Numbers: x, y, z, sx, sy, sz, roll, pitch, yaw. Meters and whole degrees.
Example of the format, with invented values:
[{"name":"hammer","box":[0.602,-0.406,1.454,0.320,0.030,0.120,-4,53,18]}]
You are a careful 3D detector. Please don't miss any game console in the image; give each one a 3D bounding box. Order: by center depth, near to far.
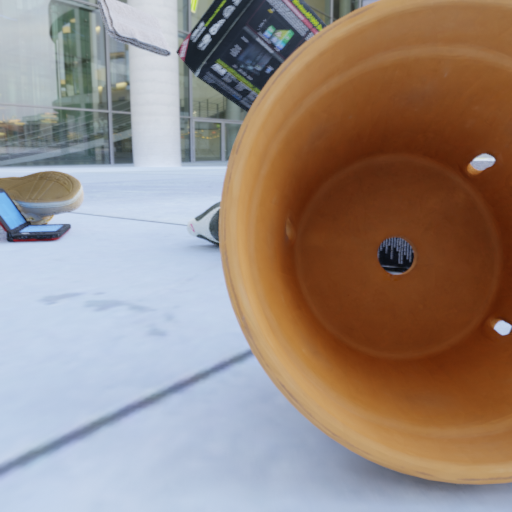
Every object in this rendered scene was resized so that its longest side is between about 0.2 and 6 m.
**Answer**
[{"name":"game console","box":[-4.153,-0.782,10.239,1.266,0.872,1.470,-2,11,-9]}]

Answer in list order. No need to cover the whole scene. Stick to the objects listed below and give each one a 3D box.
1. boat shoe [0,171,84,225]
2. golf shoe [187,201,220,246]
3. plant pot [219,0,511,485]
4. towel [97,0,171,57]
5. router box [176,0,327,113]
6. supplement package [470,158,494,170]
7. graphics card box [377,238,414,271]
[{"name":"boat shoe","box":[-4.535,-1.072,11.431,2.739,0.948,1.010,3,47,25]},{"name":"golf shoe","box":[-0.035,-0.764,9.919,1.181,1.035,2.682,-1,8,36]},{"name":"plant pot","box":[1.032,-0.062,3.482,2.414,2.414,1.689,0,-6,1]},{"name":"towel","box":[-2.016,-3.827,9.338,0.214,0.821,1.238,-34,-21,37]},{"name":"router box","box":[0.196,-3.121,8.638,2.363,1.770,0.734,21,28,-51]},{"name":"supplement package","box":[3.402,-0.905,9.354,1.841,1.434,1.021,9,14,40]},{"name":"graphics card box","box":[1.668,-0.325,8.207,2.974,0.756,1.866,3,12,22]}]
